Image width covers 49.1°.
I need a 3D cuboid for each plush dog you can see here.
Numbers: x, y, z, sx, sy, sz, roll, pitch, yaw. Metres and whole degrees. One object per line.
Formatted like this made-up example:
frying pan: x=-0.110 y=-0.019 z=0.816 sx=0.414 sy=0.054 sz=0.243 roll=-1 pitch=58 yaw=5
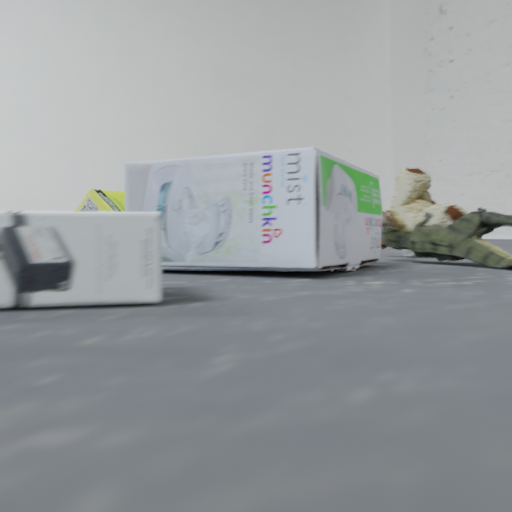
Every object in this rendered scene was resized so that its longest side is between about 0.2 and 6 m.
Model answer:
plush dog: x=3.300 y=-0.542 z=10.571 sx=1.629 sy=1.521 sz=1.896 roll=14 pitch=32 yaw=-34

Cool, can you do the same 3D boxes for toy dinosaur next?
toy dinosaur: x=3.009 y=-0.316 z=7.819 sx=1.419 sy=0.764 sz=3.220 roll=-27 pitch=17 yaw=-15

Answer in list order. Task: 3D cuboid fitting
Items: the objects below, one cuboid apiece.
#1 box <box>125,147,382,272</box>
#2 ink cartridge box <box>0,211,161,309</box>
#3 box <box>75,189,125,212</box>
box: x=0.114 y=-0.449 z=6.956 sx=2.344 sy=1.284 sz=2.656 roll=-1 pitch=1 yaw=26
ink cartridge box: x=-1.378 y=0.009 z=3.702 sx=1.410 sy=0.590 sz=1.023 roll=-1 pitch=2 yaw=-15
box: x=-1.513 y=-0.371 z=7.810 sx=0.612 sy=0.920 sz=2.444 roll=47 pitch=21 yaw=17
